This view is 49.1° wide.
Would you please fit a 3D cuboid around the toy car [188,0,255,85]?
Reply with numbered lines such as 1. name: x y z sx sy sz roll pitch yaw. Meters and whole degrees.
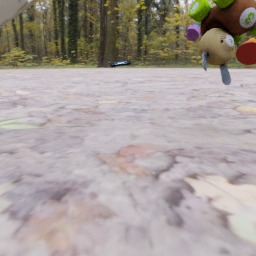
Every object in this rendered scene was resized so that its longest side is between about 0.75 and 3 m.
1. toy car: 2.398 -2.172 7.022 1.644 2.002 1.579 23 -16 -27

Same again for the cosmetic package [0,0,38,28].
1. cosmetic package: -2.401 -3.402 6.611 1.207 0.815 2.294 -20 32 31

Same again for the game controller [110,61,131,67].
1. game controller: -0.281 -2.559 11.181 0.843 0.178 0.440 -8 14 2

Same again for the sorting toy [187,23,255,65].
1. sorting toy: 3.268 -3.006 9.386 2.593 0.899 0.893 22 54 8
